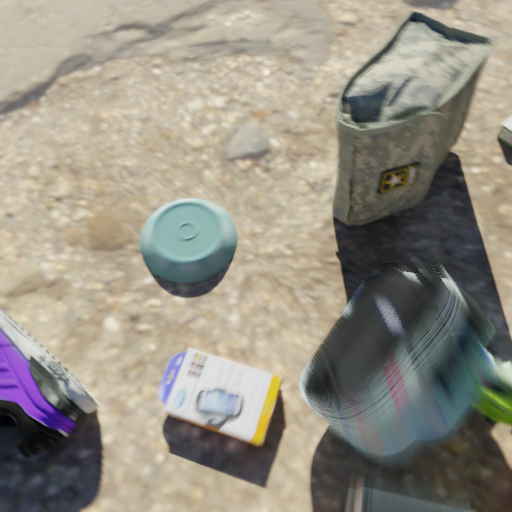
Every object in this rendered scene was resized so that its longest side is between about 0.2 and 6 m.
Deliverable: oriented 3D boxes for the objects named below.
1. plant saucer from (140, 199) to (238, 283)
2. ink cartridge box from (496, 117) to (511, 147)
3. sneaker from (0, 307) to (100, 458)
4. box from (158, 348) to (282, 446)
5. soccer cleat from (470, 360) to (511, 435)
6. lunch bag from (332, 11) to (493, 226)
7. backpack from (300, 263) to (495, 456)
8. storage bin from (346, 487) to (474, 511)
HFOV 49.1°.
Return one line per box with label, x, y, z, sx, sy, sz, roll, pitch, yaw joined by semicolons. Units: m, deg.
plant saucer;-1.197;-0.364;9.823;1.737;0.312;1.737;0;61;0
ink cartridge box;5.383;-2.244;10.833;0.639;0.365;1.230;-40;68;-20
sneaker;-3.925;1.708;8.220;3.113;1.082;1.548;35;67;18
box;-0.569;2.081;8.429;1.719;0.357;1.024;15;65;11
soccer cleat;3.650;1.619;7.163;0.944;2.795;1.133;43;71;6
lunch bag;2.393;-2.116;9.524;1.785;2.490;3.036;32;67;22
backpack;1.843;1.507;7.699;2.374;2.108;1.787;-46;110;-14
storage bin;2.258;4.303;6.737;2.467;1.156;2.449;11;63;5
